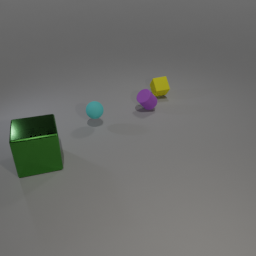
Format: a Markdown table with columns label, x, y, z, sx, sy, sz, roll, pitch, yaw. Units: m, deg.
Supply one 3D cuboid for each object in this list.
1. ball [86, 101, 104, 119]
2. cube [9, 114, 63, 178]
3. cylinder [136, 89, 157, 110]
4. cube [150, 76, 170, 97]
| label | x | y | z | sx | sy | sz | roll | pitch | yaw |
| --- | --- | --- | --- | --- | --- | --- | --- | --- | --- |
| ball | -1.316 | -0.708 | 11.063 | 0.700 | 0.700 | 0.700 | 0 | 31 | 0 |
| cube | -2.970 | 0.542 | 9.134 | 1.400 | 1.400 | 1.400 | -9 | 32 | -15 |
| cylinder | 0.840 | -1.257 | 12.367 | 0.700 | 0.700 | 0.700 | -17 | 57 | 27 |
| cube | 1.531 | -1.998 | 13.580 | 0.700 | 0.700 | 0.700 | -12 | 75 | -12 |
